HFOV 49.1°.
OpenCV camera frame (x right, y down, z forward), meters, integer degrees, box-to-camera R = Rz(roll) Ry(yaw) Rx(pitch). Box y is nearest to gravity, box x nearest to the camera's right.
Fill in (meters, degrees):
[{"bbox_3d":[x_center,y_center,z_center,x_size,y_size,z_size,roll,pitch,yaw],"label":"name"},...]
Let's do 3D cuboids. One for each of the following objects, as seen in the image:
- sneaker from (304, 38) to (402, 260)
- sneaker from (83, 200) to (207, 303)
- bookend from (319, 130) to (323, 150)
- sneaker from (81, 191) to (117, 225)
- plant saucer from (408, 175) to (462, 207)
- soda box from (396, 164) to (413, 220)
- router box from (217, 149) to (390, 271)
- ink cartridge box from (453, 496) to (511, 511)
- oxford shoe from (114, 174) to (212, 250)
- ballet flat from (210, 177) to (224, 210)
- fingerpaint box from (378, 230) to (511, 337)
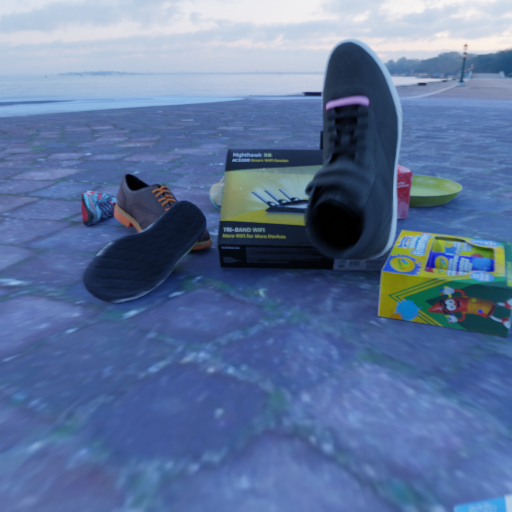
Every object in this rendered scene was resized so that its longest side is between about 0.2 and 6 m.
[{"bbox_3d":[1.244,-1.341,7.357,1.085,3.069,1.522,-1,10,27],"label":"sneaker"},{"bbox_3d":[-1.669,0.053,8.627,1.027,0.889,2.480,-38,1,45],"label":"sneaker"},{"bbox_3d":[1.880,-2.386,13.841,0.766,1.662,1.652,14,23,34],"label":"bookend"},{"bbox_3d":[-3.238,-1.070,11.712,0.753,0.626,1.577,-2,20,-11],"label":"sneaker"},{"bbox_3d":[3.680,-1.562,13.459,2.362,0.367,2.362,1,19,0],"label":"plant saucer"},{"bbox_3d":[1.604,-1.194,11.287,3.110,1.089,0.986,-10,27,-23],"label":"soda box"},{"bbox_3d":[0.766,-0.808,9.323,2.674,0.698,2.102,1,55,2],"label":"router box"},{"bbox_3d":[1.780,1.998,3.406,0.744,0.429,1.026,-4,20,-11],"label":"ink cartridge box"},{"bbox_3d":[-1.776,-0.808,10.317,2.541,0.922,0.904,26,29,34],"label":"oxford shoe"},{"bbox_3d":[-0.626,-1.572,12.876,0.668,0.619,1.895,41,18,-13],"label":"ballet flat"},{"bbox_3d":[2.676,0.279,7.801,1.613,0.709,1.934,8,21,21],"label":"fingerpaint box"}]
